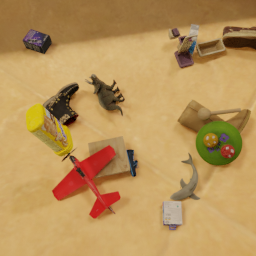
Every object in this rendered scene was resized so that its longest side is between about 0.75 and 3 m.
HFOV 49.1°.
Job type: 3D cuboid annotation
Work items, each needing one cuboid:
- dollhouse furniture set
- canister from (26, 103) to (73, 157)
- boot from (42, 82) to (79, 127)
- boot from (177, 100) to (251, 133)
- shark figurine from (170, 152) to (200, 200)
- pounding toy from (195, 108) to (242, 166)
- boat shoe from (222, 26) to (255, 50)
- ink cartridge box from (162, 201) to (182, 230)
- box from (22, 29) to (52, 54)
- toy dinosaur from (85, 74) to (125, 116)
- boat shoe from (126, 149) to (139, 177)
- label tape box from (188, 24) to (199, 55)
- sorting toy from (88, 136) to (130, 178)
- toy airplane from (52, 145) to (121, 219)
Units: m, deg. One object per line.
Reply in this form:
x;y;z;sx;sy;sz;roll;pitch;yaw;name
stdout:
3.319;-4.159;12.667;2.352;1.670;1.864;-16;79;-10;dollhouse furniture set
-2.439;0.066;8.731;0.657;1.518;1.127;-30;47;7;canister
-2.565;-0.971;11.939;1.845;0.675;1.389;-38;70;-12;boot
3.593;-0.491;11.583;2.402;0.794;2.104;33;71;10;boot
2.411;1.963;10.601;1.111;0.776;1.860;20;69;7;shark figurine
3.440;0.372;10.587;1.763;1.060;2.284;0;94;16;pounding toy
5.996;-4.396;13.310;2.971;1.072;1.069;5;66;8;boat shoe
1.613;3.196;10.233;0.669;0.375;0.981;1;64;0;ink cartridge box
-4.334;-4.140;13.429;1.074;0.560;0.795;19;67;9;box
-0.844;-1.317;12.134;1.203;0.906;2.353;-27;74;1;toy dinosaur
0.210;1.342;11.024;0.394;0.483;1.148;-8;69;-11;boat shoe
3.007;-4.090;13.223;0.414;0.898;1.253;14;67;6;label tape box
-0.748;1.192;11.065;1.429;0.500;1.437;-11;66;-4;sorting toy
-1.443;2.069;10.420;2.952;0.543;2.952;-1;83;6;toy airplane
